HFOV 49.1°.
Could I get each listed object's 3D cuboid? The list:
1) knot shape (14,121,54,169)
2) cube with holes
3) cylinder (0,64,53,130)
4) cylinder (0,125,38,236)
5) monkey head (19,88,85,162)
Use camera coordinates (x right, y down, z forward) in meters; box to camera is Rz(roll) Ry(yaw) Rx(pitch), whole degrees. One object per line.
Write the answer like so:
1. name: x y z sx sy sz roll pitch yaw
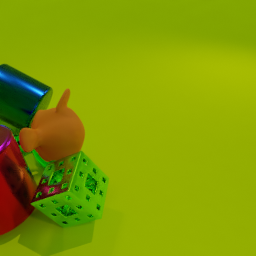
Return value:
1. knot shape: -1.789 0.260 5.864 1.506 0.744 1.610 -10 33 -16
2. cube with holes: -0.854 0.959 4.326 0.746 0.746 0.746 -22 35 25
3. cylinder: -2.562 -0.675 6.492 1.208 1.208 1.208 28 32 -7
4. cylinder: -2.177 0.792 4.296 1.265 1.265 1.265 -8 32 5
5. monkey head: -1.253 0.120 4.816 0.932 1.547 1.113 -7 3 7
